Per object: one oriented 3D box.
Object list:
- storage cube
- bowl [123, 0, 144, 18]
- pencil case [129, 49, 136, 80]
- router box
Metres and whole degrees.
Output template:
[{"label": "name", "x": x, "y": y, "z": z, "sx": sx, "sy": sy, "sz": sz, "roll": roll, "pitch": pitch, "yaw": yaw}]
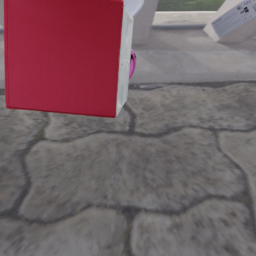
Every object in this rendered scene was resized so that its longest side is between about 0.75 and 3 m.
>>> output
[{"label": "storage cube", "x": -0.681, "y": -0.912, "z": 3.702, "sx": 1.340, "sy": 1.491, "sz": 1.274, "roll": 5, "pitch": 13, "yaw": 4}, {"label": "bowl", "x": -1.111, "y": -3.749, "z": 7.788, "sx": 2.687, "sy": 2.691, "sz": 1.004, "roll": -30, "pitch": 8, "yaw": 13}, {"label": "pencil case", "x": -1.012, "y": -1.603, "z": 5.285, "sx": 2.368, "sy": 1.074, "sz": 1.109, "roll": 38, "pitch": 79, "yaw": 14}, {"label": "router box", "x": 3.619, "y": -3.401, "z": 7.448, "sx": 1.933, "sy": 0.526, "sz": 2.154, "roll": -35, "pitch": 7, "yaw": -24}]
